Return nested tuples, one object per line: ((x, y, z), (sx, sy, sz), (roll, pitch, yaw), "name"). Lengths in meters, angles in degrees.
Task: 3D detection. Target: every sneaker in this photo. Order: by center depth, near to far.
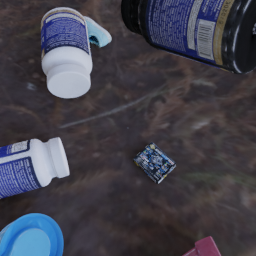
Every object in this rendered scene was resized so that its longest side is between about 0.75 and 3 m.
((-1.271, -3.128, 9.106), (1.470, 0.543, 0.602), (34, 61, 18), "sneaker")

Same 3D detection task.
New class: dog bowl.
((-2.135, 2.893, 5.362), (0.602, 1.354, 2.428), (-18, 50, 41), "dog bowl")

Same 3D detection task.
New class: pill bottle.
((1.273, -2.263, 5.624), (1.663, 1.663, 2.974), (-41, 49, -20), "pill bottle")
((-2.458, 0.910, 6.503), (1.995, 1.155, 1.155), (-14, 62, -8), "pill bottle")
((-1.766, -2.145, 8.058), (1.399, 1.399, 2.417), (-9, 61, -5), "pill bottle")

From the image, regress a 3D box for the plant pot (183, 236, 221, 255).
((1.341, 2.966, 5.335), (1.234, 1.378, 1.378), (-25, 63, 4), "plant pot")

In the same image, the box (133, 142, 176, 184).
((0.666, 0.870, 7.067), (0.694, 0.201, 0.873), (-41, 68, -20), "box")
